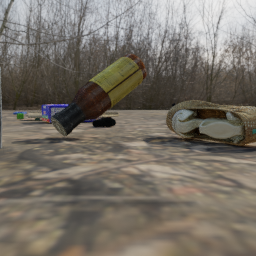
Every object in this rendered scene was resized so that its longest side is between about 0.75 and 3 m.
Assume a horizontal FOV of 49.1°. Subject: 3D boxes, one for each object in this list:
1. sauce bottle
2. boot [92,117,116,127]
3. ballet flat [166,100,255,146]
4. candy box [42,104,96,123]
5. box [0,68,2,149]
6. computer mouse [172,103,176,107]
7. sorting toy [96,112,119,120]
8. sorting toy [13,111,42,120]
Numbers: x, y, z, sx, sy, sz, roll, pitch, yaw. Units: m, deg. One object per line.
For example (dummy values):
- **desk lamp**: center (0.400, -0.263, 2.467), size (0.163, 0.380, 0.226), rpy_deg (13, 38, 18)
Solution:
- **sauce bottle**: center (-0.649, -0.802, 6.525), size (2.571, 0.849, 0.849), rpy_deg (-40, 25, -27)
- **boot**: center (-0.708, -0.213, 9.483), size (0.846, 0.323, 0.711), rpy_deg (-5, 7, 19)
- **ballet flat**: center (1.471, -0.109, 5.455), size (0.778, 0.840, 2.383), rpy_deg (-17, 11, -38)
- **candy box**: center (-2.610, -0.647, 12.201), size (1.997, 0.769, 1.689), rpy_deg (-1, 6, -26)
- **box**: center (-3.387, -0.286, 3.693), size (1.910, 1.378, 2.573), rpy_deg (2, 5, 27)
- **computer mouse**: center (2.422, -0.799, 11.203), size (1.194, 0.275, 0.838), rpy_deg (1, 34, -25)
- **sorting toy**: center (-1.934, -0.577, 14.581), size (2.504, 0.335, 1.866), rpy_deg (2, 9, 25)
- **sorting toy**: center (-4.225, -0.580, 14.037), size (2.863, 0.390, 1.612), rpy_deg (-2, 9, -17)
